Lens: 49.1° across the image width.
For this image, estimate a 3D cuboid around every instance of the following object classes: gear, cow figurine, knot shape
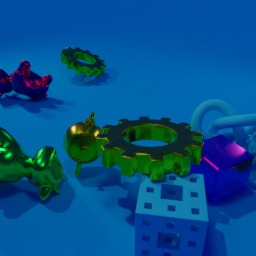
[{"bbox_3d":[-1.652,-2.459,10.369,1.649,0.305,1.649,18,33,-12],"label":"gear"},{"bbox_3d":[0.371,0.260,4.858,1.796,0.332,1.796,0,22,0],"label":"gear"},{"bbox_3d":[-2.112,0.749,5.190,1.687,1.660,0.926,-28,31,27],"label":"cow figurine"},{"bbox_3d":[1.995,0.117,5.648,1.401,1.311,0.647,6,43,20],"label":"knot shape"},{"bbox_3d":[-3.308,-1.308,8.624,1.672,1.645,0.918,29,48,-23],"label":"cow figurine"}]

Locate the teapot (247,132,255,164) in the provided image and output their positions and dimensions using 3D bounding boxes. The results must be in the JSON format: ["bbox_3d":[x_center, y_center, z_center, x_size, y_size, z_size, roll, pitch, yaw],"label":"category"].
[{"bbox_3d":[2.755,0.420,5.713,0.650,0.826,1.328,-19,36,-16],"label":"teapot"}]

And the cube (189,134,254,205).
[{"bbox_3d":[1.654,0.747,5.205,0.831,0.831,0.831,-16,34,-22],"label":"cube"}]

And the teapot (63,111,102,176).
[{"bbox_3d":[-0.839,0.285,5.460,0.868,1.395,0.683,14,15,-9],"label":"teapot"}]

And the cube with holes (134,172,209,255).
[{"bbox_3d":[0.622,1.303,4.184,0.928,0.928,0.928,5,30,8],"label":"cube with holes"}]
